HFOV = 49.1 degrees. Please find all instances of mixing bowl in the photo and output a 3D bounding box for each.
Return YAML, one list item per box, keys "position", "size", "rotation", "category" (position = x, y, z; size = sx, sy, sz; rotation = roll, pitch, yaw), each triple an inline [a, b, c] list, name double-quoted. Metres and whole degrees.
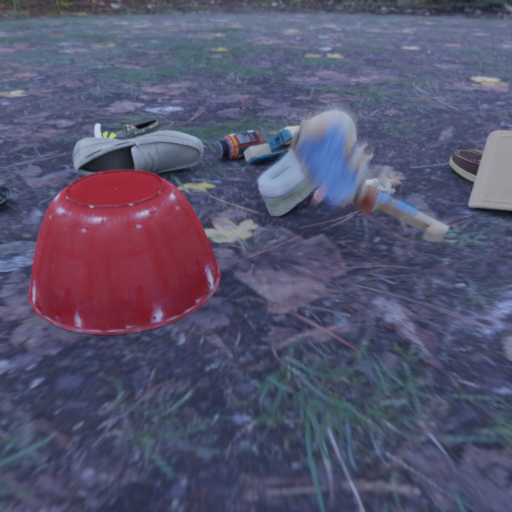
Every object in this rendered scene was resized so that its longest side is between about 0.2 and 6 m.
- position: [-2.086, -0.323, 8.633]
  size: [3.005, 1.627, 3.005]
  rotation: [-1, 28, 0]
  category: "mixing bowl"

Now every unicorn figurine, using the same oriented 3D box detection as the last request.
- position: [2.312, -1.499, 11.993]
  size: [1.378, 0.509, 0.946]
  rotation: [4, 16, -24]
  category: "unicorn figurine"

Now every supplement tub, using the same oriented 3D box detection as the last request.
- position: [-0.446, -2.764, 14.056]
  size: [1.159, 0.620, 0.620]
  rotation: [-17, 33, -28]
  category: "supplement tub"

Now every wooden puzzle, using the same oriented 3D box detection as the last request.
- position: [5.486, -1.655, 11.149]
  size: [2.080, 0.387, 1.924]
  rotation: [7, 65, 37]
  category: "wooden puzzle"

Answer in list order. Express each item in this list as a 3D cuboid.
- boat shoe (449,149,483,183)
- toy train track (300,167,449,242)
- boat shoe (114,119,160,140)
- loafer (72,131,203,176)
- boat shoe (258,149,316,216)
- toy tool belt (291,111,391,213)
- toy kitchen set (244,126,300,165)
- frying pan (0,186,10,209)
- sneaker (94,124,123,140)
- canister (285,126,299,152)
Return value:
- position: [5.521, -2.010, 12.253]
  size: [1.031, 1.028, 2.858]
  rotation: [-14, 32, -24]
  category: "boat shoe"
- position: [1.924, -0.906, 9.666]
  size: [2.758, 1.582, 0.449]
  rotation: [29, 67, 14]
  category: "toy train track"
- position: [-3.350, -3.382, 15.312]
  size: [1.584, 0.473, 0.566]
  rotation: [-20, 35, -32]
  category: "boat shoe"
- position: [-2.654, -2.210, 12.785]
  size: [2.948, 1.031, 1.029]
  rotation: [-7, 41, -7]
  category: "loafer"
- position: [0.949, -1.700, 11.586]
  size: [0.907, 0.781, 2.518]
  rotation: [24, 47, 37]
  category: "boat shoe"
- position: [1.154, -1.211, 7.748]
  size: [1.015, 1.625, 0.999]
  rotation: [-31, 7, 24]
  category: "toy tool belt"
- position: [0.574, -2.205, 13.218]
  size: [0.923, 1.255, 1.566]
  rotation: [-16, -4, -26]
  category: "toy kitchen set"
- position: [-5.503, -0.925, 11.032]
  size: [1.255, 0.338, 2.075]
  rotation: [-10, 32, -16]
  category: "frying pan"
- position: [-3.666, -2.755, 14.117]
  size: [0.785, 0.691, 1.856]
  rotation: [-3, 37, -17]
  category: "sneaker"
- position: [1.231, -2.904, 14.361]
  size: [0.990, 0.577, 1.333]
  rotation: [-5, 28, -10]
  category: "canister"
